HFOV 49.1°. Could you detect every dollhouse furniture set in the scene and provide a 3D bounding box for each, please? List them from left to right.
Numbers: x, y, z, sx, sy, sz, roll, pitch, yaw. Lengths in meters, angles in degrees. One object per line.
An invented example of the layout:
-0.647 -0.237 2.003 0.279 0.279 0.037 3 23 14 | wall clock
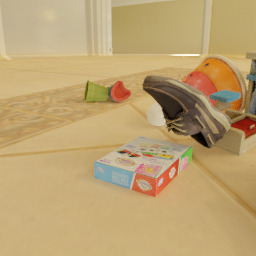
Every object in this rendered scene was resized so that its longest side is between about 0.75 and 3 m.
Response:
3.463 -0.697 6.829 2.853 2.011 1.999 -19 28 -36 | dollhouse furniture set

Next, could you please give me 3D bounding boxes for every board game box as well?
0.364 0.664 5.633 1.328 0.350 1.736 11 21 31 | board game box

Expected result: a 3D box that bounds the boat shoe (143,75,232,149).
1.197 -0.238 5.639 2.362 0.866 0.880 28 -6 -29 | boat shoe

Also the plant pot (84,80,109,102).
-1.290 -1.450 11.560 0.882 0.928 0.928 9 15 -17 | plant pot

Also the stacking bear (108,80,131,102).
-0.526 -1.536 11.874 0.767 0.819 1.348 -44 20 -5 | stacking bear

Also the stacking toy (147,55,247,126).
1.881 -0.823 8.506 2.888 2.110 2.110 -24 25 -17 | stacking toy
